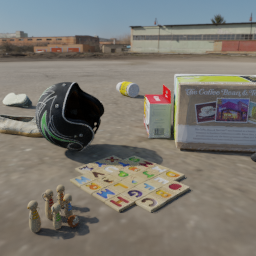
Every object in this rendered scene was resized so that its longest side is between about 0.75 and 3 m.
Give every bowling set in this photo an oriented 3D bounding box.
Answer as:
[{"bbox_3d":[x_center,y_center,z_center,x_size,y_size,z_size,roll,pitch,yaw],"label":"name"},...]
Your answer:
[{"bbox_3d":[-0.977,1.152,4.104,0.608,0.469,0.874,5,17,17],"label":"bowling set"}]

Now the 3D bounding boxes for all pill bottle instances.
[{"bbox_3d":[-0.046,-2.005,14.341,0.717,0.717,1.288,-10,19,-32],"label":"pill bottle"}]

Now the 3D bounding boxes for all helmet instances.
[{"bbox_3d":[-1.435,-0.296,6.625,1.481,1.554,1.554,34,9,-16],"label":"helmet"}]

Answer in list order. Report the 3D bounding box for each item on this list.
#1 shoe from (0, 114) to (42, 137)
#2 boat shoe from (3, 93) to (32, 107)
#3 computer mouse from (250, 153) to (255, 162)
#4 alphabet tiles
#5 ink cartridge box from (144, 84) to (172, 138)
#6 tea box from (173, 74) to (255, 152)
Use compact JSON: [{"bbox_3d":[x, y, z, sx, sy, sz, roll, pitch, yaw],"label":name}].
[{"bbox_3d":[-2.948,-0.095,8.212,1.959,0.523,0.685,3,17,10],"label":"shoe"},{"bbox_3d":[-4.769,-1.135,12.070,1.684,0.613,0.520,4,-28,36],"label":"boat shoe"},{"bbox_3d":[3.408,0.621,6.260,1.159,0.267,0.814,11,21,32],"label":"computer mouse"},{"bbox_3d":[0.008,0.970,5.421,1.766,0.067,2.122,-15,22,-42],"label":"alphabet tiles"},{"bbox_3d":[0.853,-0.561,8.356,0.637,1.334,1.519,0,16,-2],"label":"ink cartridge box"},{"bbox_3d":[2.537,-0.544,7.662,2.511,1.678,2.471,2,15,7],"label":"tea box"}]
